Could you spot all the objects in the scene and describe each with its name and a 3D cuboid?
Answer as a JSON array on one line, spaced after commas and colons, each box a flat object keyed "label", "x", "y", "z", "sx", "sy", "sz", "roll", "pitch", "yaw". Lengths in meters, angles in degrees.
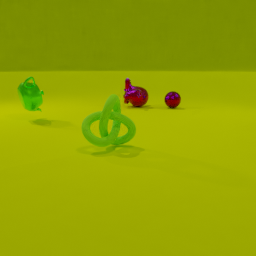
[{"label": "ball", "x": 1.947, "y": -1.236, "z": 12.215, "sx": 0.730, "sy": 0.730, "sz": 0.730, "roll": 0, "pitch": 13, "yaw": 0}, {"label": "teapot", "x": -3.222, "y": -1.051, "z": 9.438, "sx": 0.779, "sy": 1.591, "sz": 0.989, "roll": -22, "pitch": 53, "yaw": -27}, {"label": "knot shape", "x": -0.336, "y": -0.035, "z": 6.244, "sx": 1.156, "sy": 1.235, "sz": 0.571, "roll": 43, "pitch": -17, "yaw": -33}, {"label": "monkey head", "x": 0.365, "y": -1.599, "z": 12.502, "sx": 1.101, "sy": 1.315, "sz": 1.827, "roll": -2, "pitch": 2, "yaw": 12}]
